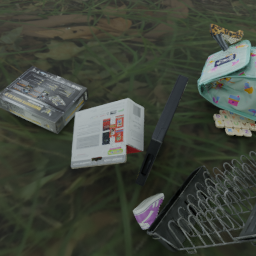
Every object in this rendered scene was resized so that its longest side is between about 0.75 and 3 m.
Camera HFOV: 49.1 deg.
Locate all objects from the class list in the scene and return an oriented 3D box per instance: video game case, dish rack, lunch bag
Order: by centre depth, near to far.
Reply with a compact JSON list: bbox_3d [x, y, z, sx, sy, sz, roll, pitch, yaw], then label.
[{"bbox_3d":[1.780,1.300,5.189,0.761,2.788,2.139,47,54,0],"label":"dish rack"},{"bbox_3d":[0.813,0.079,6.795,0.274,1.943,2.150,22,52,7],"label":"video game case"},{"bbox_3d":[3.669,-1.502,8.601,2.829,1.725,2.410,15,40,13],"label":"lunch bag"}]

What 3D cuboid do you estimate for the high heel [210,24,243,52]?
[{"bbox_3d":[3.163,-3.116,8.923,1.326,0.473,0.945,-41,98,-29],"label":"high heel"}]

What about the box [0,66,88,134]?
[{"bbox_3d":[-2.557,-0.925,8.579,2.138,0.517,1.694,22,52,14],"label":"box"}]

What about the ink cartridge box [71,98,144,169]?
[{"bbox_3d":[-0.489,0.237,6.515,1.635,0.686,1.436,-10,67,34],"label":"ink cartridge box"}]

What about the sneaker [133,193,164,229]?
[{"bbox_3d":[0.547,1.889,6.261,1.031,0.374,0.588,-23,86,-47],"label":"sneaker"}]

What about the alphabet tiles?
[{"bbox_3d":[3.215,-0.176,8.401,1.207,0.088,1.181,5,39,3],"label":"alphabet tiles"}]
